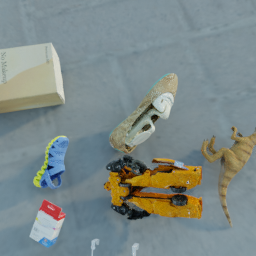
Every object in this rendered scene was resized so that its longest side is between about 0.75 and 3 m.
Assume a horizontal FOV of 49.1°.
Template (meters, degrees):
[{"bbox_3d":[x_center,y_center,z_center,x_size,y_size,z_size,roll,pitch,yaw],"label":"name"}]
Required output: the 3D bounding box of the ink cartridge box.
[{"bbox_3d":[-1.730,2.052,6.146,0.527,0.305,0.907,22,93,17],"label":"ink cartridge box"}]

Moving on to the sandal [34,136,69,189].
[{"bbox_3d":[-1.721,0.884,6.756,0.623,0.569,1.432,26,100,30],"label":"sandal"}]

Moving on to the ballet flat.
[{"bbox_3d":[0.568,-0.290,7.078,2.450,0.864,0.800,-49,47,5],"label":"ballet flat"}]

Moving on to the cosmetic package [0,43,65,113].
[{"bbox_3d":[-3.264,-1.243,7.516,2.849,1.013,1.499,-11,79,-4],"label":"cosmetic package"}]

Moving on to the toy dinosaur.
[{"bbox_3d":[2.473,0.824,6.789,1.419,0.807,2.671,29,85,31],"label":"toy dinosaur"}]

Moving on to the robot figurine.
[{"bbox_3d":[0.526,1.354,6.317,2.227,0.648,1.614,2,108,20],"label":"robot figurine"}]

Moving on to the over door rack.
[{"bbox_3d":[-0.399,3.121,5.873,1.062,0.479,1.438,0,67,17],"label":"over door rack"}]
